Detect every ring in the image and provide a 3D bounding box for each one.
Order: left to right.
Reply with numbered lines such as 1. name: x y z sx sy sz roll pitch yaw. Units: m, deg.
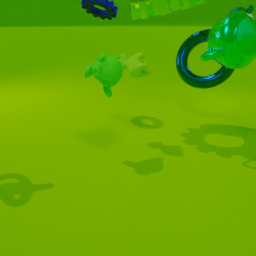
1. ring: 2.245 -1.997 8.081 1.771 1.771 0.354 12 -3 27

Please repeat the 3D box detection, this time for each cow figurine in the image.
1. cow figurine: 0.054 -1.527 6.965 0.867 0.484 0.881 -19 50 9

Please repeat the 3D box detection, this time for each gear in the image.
1. gear: -0.875 -3.706 8.610 1.110 0.205 1.110 14 -5 1
2. gear: 1.082 -3.314 7.330 2.087 0.386 2.087 -12 25 6

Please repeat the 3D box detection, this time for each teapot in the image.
1. teapot: 2.413 -2.018 6.484 2.022 1.257 0.990 -35 24 -26

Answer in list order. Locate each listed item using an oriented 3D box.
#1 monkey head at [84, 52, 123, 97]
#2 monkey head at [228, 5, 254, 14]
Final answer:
1. monkey head: -0.524 -1.229 6.197 0.799 1.111 0.669 -13 -33 44
2. monkey head: 3.612 -3.534 9.174 1.087 0.782 0.655 -29 5 35
